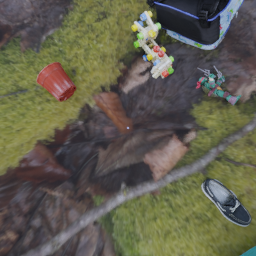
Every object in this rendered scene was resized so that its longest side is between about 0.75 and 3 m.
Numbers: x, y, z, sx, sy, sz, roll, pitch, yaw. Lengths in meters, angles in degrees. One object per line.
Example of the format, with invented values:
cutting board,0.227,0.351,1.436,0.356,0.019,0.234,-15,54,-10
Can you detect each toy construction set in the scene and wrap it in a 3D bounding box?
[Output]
toy construction set,0.810,-2.238,8.124,0.918,1.306,1.993,-18,69,-7

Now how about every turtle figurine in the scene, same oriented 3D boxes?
turtle figurine,2.557,-1.205,8.074,1.421,0.715,1.064,41,33,13

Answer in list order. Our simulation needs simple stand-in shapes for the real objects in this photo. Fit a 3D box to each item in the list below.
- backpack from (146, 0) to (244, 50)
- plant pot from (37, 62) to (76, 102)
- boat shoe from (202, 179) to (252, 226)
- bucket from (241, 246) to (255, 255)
backpack,2.228,-3.769,8.368,2.262,1.817,2.472,31,77,26
plant pot,-1.994,-1.271,8.043,0.877,0.877,0.853,-41,82,-15
boat shoe,2.471,1.852,6.966,1.469,0.443,0.555,38,73,14
bucket,2.816,3.296,5.677,1.978,1.978,1.287,-32,68,-12
